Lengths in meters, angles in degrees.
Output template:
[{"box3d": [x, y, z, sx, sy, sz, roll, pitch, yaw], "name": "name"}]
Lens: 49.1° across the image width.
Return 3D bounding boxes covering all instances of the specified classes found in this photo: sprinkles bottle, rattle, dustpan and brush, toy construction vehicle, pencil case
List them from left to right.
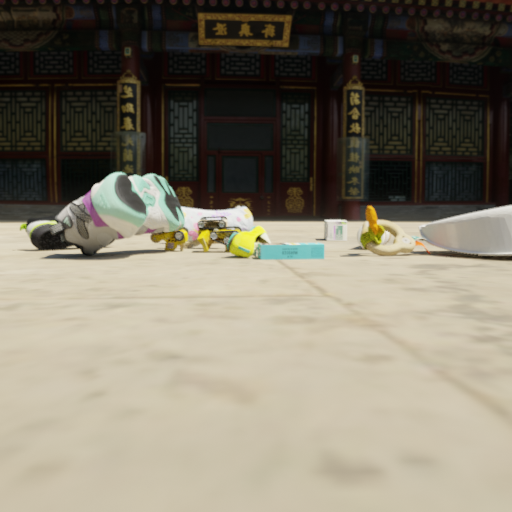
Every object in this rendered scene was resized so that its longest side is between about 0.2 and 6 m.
[{"box3d": [-1.122, -0.327, 11.181, 1.755, 0.618, 1.528, -3, 15, 3], "name": "toy construction vehicle"}, {"box3d": [-1.074, -0.752, 13.788, 2.000, 0.907, 0.831, -3, 16, -23], "name": "pencil case"}, {"box3d": [2.525, -0.430, 11.910, 0.549, 0.549, 1.609, 1, 4, 19], "name": "sprinkles bottle"}, {"box3d": [2.481, -0.468, 9.684, 1.258, 0.898, 0.819, 11, 32, 9], "name": "rattle"}, {"box3d": [4.569, -0.320, 8.900, 2.705, 1.109, 3.876, -9, -1, -5], "name": "dustpan and brush"}]

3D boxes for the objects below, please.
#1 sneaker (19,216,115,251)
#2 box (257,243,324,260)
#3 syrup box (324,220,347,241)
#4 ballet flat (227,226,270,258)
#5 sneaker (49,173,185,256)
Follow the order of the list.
[{"box3d": [-3.825, -0.623, 11.606, 2.013, 0.722, 0.834, -4, 33, -46], "name": "sneaker"}, {"box3d": [0.561, -0.076, 9.147, 1.047, 0.257, 0.431, 0, 4, -6], "name": "box"}, {"box3d": [2.199, -0.712, 15.613, 0.567, 0.549, 1.393, 0, 4, 3], "name": "syrup box"}, {"box3d": [-0.027, -0.192, 9.804, 0.527, 0.526, 1.574, 23, 12, 13], "name": "ballet flat"}, {"box3d": [-2.589, -0.650, 10.048, 1.974, 1.097, 2.822, -25, -9, 15], "name": "sneaker"}]
